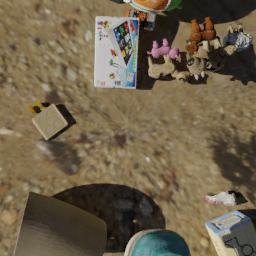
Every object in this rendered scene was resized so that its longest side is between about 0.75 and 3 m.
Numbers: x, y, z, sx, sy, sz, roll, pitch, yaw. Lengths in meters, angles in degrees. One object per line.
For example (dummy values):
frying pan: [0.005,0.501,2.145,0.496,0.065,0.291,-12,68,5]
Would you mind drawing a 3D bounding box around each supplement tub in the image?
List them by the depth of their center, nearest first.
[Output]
supplement tub: [0.352,-3.012,7.734,0.795,0.487,0.487,12,86,1]

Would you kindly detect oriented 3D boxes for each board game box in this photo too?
board game box: [-0.304,-2.004,7.546,1.157,0.317,1.833,3,101,0]

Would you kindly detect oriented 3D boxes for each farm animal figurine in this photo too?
farm animal figurine: [1.710,-1.738,7.201,2.196,2.220,1.158,-8,84,-29]

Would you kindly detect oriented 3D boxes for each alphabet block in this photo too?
alphabet block: [2.706,2.831,7.112,0.990,0.996,1.014,-22,87,0]

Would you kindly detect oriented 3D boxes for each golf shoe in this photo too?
golf shoe: [2.510,1.880,7.559,0.818,0.308,0.374,9,69,0]

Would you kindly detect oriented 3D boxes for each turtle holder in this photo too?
turtle holder: [0.481,-3.926,7.056,1.527,1.634,2.150,-19,83,-17]

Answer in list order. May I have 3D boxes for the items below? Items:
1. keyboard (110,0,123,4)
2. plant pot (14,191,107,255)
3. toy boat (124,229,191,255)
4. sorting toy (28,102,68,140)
keyboard: [-0.951,-4.478,7.946,2.107,0.270,1.265,21,87,0]
plant pot: [-1.601,2.631,6.869,2.005,1.878,1.878,12,86,-15]
toy boat: [0.128,2.720,4.507,2.420,1.125,2.034,8,73,-24]
sorting toy: [-2.245,-0.299,7.753,0.784,0.141,1.053,-37,87,2]
